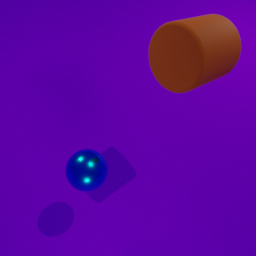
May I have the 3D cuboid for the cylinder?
[{"bbox_3d":[1.135,-1.289,4.804,1.140,1.140,1.140,-25,63,-36],"label":"cylinder"}]

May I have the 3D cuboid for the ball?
[{"bbox_3d":[-0.790,0.812,5.406,0.822,0.822,0.822,0,62,0],"label":"ball"}]
